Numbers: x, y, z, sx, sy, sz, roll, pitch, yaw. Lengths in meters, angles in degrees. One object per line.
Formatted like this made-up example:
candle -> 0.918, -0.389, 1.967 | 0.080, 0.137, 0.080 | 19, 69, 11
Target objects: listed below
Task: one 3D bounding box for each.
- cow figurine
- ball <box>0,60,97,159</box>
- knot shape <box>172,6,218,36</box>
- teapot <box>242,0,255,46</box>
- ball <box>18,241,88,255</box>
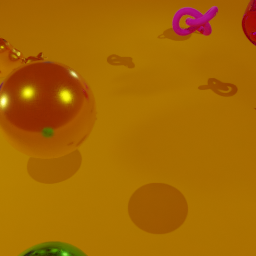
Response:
cow figurine -> -2.561, -1.595, 6.411 | 1.225, 1.245, 0.684 | -14, 52, 13
ball -> -1.019, -0.227, 3.554 | 1.232, 1.232, 1.232 | 0, 50, 0
knot shape -> 1.779, -2.693, 7.023 | 1.138, 1.064, 0.526 | 1, 85, -32
teapot -> 2.818, -2.174, 5.621 | 1.000, 1.270, 2.043 | -42, 100, -7
ball -> -0.610, 1.311, 2.171 | 0.808, 0.808, 0.808 | 0, 50, 0
